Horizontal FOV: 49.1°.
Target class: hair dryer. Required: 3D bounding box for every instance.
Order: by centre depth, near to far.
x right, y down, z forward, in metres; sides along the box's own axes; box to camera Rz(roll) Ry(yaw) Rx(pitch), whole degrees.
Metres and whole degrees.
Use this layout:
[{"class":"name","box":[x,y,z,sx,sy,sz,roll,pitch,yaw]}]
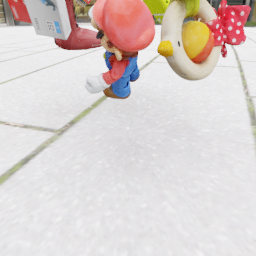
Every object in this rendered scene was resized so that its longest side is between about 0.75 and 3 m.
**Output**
[{"class":"hair dryer","box":[-1.831,-3.282,8.875,2.850,0.774,2.171,23,-28,-30]}]

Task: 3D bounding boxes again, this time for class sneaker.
[{"class":"sneaker","box":[-0.048,-4.003,9.902,2.583,0.913,1.281,-16,-13,-1]}]

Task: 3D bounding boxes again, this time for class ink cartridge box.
[{"class":"ink cartridge box","box":[-2.583,-3.407,7.408,1.829,2.076,0.464,13,61,7]}]

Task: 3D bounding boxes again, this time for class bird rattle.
[{"class":"bird rattle","box":[1.566,-2.248,6.550,1.647,2.384,2.924,11,-13,42]}]

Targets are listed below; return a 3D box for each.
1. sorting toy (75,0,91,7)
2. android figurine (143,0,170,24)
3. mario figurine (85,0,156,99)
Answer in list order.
[{"class":"sorting toy","box":[-1.292,-4.062,7.911,0.311,0.894,0.888,30,4,40]},{"class":"android figurine","box":[0.926,-3.708,8.532,0.350,1.704,1.551,-43,31,-1]},{"class":"mario figurine","box":[-0.316,-1.802,6.067,1.495,2.821,1.741,-9,70,-6]}]
